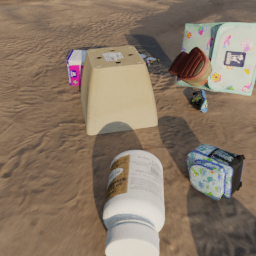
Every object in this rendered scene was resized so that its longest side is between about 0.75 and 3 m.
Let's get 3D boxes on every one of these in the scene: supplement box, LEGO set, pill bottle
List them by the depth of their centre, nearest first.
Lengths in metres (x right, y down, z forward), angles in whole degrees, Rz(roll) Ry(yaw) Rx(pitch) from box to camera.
[{"bbox_3d":[0.166,2.013,7.357,1.574,1.574,2.753,2,37,3],"label":"pill bottle"},{"bbox_3d":[-1.581,-3.035,14.228,2.738,1.386,1.415,1,37,2],"label":"supplement box"},{"bbox_3d":[1.065,-4.044,16.448,1.523,0.374,1.138,20,45,24],"label":"LEGO set"}]

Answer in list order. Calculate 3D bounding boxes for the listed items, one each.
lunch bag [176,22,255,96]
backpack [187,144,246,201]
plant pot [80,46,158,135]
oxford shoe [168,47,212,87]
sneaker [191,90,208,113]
[{"bbox_3d":[3.301,-2.474,9.984,1.709,2.387,2.802,-3,17,-41],"label":"lunch bag"},{"bbox_3d":[2.506,1.277,8.470,1.148,1.430,1.563,-30,38,-30],"label":"backpack"},{"bbox_3d":[-0.482,-1.758,11.539,2.926,2.591,2.923,-7,37,-11],"label":"plant pot"},{"bbox_3d":[2.116,-1.773,8.617,1.095,1.031,2.927,32,14,-11],"label":"oxford shoe"},{"bbox_3d":[3.194,-1.162,12.544,0.647,0.553,1.561,-12,35,14],"label":"sneaker"}]
